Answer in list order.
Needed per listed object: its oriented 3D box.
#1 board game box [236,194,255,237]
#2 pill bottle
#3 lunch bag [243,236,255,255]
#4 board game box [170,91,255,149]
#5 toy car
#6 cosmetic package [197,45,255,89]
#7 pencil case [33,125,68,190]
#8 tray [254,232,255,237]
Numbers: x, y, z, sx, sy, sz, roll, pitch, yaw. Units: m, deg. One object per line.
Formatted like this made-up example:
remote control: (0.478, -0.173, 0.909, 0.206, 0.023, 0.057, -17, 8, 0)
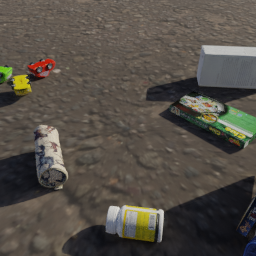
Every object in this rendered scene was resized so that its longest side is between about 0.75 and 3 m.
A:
board game box: (2.569, 1.462, 5.525, 0.209, 0.819, 1.209, 30, 39, 26)
pill bottle: (0.136, 1.814, 5.373, 1.049, 0.599, 0.599, 5, 38, 7)
lunch bag: (2.857, 2.245, 4.210, 1.271, 1.305, 1.920, -27, 45, -31)
board game box: (2.666, -0.352, 8.497, 1.345, 0.301, 2.568, -27, 45, -34)
toy car: (-4.162, -1.911, 10.322, 2.358, 0.559, 2.506, 7, 37, 10)
cosmetic package: (3.861, -2.184, 10.087, 2.510, 1.273, 0.894, 4, 37, 4)
pencil case: (-1.888, 0.674, 6.756, 0.649, 0.746, 1.668, -25, 44, -2)
tray: (3.047, 0.867, 5.555, 0.279, 1.352, 2.518, 16, 45, 30)
